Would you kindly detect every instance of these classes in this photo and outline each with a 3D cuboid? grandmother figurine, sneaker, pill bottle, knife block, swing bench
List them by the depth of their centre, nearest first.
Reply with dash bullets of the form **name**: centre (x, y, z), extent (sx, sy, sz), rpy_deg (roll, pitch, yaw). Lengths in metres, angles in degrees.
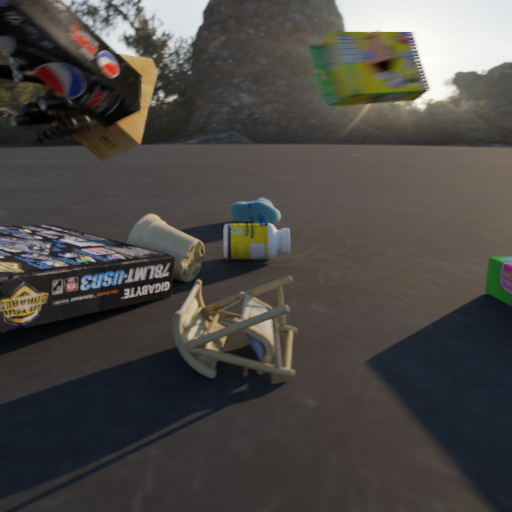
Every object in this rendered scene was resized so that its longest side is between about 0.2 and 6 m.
- **swing bench**: centre (-0.187, 0.727, 5.908), extent (1.161, 0.753, 1.155), rpy_deg (-4, 14, 7)
- **grandmother figurine**: centre (2.113, -3.286, 9.416), extent (0.289, 0.956, 0.579), rpy_deg (-37, 22, -11)
- **pill bottle**: centre (0.006, -0.252, 9.898), extent (1.149, 0.643, 0.643), rpy_deg (0, 14, -1)
- **knife block**: centre (-3.454, -3.446, 10.843), extent (1.081, 2.965, 3.378), rpy_deg (-16, 51, 27)
- **sneaker**: centre (0.215, -1.086, 13.328), extent (0.982, 0.598, 1.504), rpy_deg (-15, 21, -42)

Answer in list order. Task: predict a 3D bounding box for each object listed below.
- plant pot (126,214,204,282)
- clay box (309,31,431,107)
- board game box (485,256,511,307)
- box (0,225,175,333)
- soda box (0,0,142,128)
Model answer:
- **plant pot**: centre (-1.358, -0.048, 8.694), extent (0.927, 1.013, 1.013), rpy_deg (17, 20, 20)
- **clay box**: centre (2.369, -3.906, 11.639), extent (2.433, 1.398, 0.579), rpy_deg (-11, -8, -26)
- **board game box**: centre (4.510, 0.560, 6.875), extent (2.071, 0.546, 2.707), rpy_deg (-2, 14, -10)
- **box**: centre (-3.057, 0.127, 7.426), extent (2.842, 0.706, 2.821), rpy_deg (13, 12, 31)
- **soda box**: centre (-2.988, -3.197, 8.942), extent (0.825, 0.922, 2.607), rpy_deg (-18, -31, 26)
